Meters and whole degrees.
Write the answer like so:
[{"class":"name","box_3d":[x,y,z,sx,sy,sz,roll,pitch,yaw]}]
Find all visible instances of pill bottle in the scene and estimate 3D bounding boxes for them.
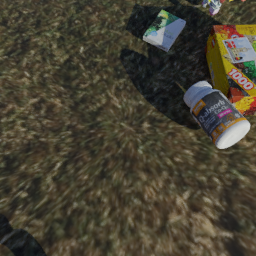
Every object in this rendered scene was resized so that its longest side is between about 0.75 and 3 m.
[{"class":"pill bottle","box_3d":[2.229,-0.377,7.248,0.981,0.981,1.686,-24,59,-13]}]

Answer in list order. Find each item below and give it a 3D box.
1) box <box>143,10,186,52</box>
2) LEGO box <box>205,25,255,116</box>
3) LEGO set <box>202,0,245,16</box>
[{"class":"box","box_3d":[1.239,-3.310,9.494,0.963,0.242,1.334,30,70,9]},{"class":"LEGO box","box_3d":[3.562,-1.723,8.223,1.991,1.032,2.674,-2,61,-2]},{"class":"LEGO set","box_3d":[3.723,-4.753,10.124,2.791,1.039,1.284,-18,77,-21]}]
